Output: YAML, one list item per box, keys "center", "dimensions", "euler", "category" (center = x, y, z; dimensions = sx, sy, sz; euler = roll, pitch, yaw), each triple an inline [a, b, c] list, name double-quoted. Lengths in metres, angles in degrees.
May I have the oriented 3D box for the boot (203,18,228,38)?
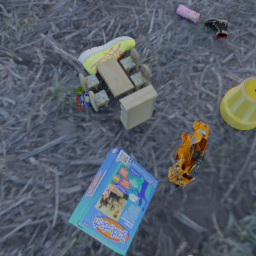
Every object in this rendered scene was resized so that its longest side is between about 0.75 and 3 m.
- center: [4.130, -4.646, 13.071]
  dimensions: [1.151, 0.421, 0.867]
  euler: [5, 65, -4]
  category: "boot"

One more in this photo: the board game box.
- center: [-0.294, 2.088, 8.148]
  dimensions: [1.856, 0.549, 2.440]
  euler: [43, 61, -24]
  category: "board game box"

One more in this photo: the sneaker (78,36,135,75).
- center: [-0.754, -3.052, 12.142]
  dimensions: [2.656, 1.038, 1.199]
  euler: [-28, 90, -15]
  category: "sneaker"

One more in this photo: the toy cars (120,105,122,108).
- center: [0.151, -0.918, 11.507]
  dimensions: [0.945, 0.209, 0.424]
  euler: [13, 66, 6]
  category: "toy cars"

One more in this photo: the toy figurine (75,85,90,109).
- center: [-1.802, -1.252, 11.574]
  dimensions: [0.569, 0.501, 0.950]
  euler: [-2, 86, -40]
  category: "toy figurine"

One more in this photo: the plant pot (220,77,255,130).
- center: [4.656, -1.036, 10.772]
  dimensions: [1.764, 1.660, 1.764]
  euler: [0, 66, -1]
  category: "plant pot"

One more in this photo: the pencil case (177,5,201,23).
- center: [2.885, -5.481, 13.400]
  dimensions: [1.114, 0.487, 0.487]
  euler: [33, 70, 15]
  category: "pencil case"

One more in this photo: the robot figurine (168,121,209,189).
- center: [1.787, 0.830, 8.361]
  dimensions: [0.603, 1.502, 2.071]
  euler: [30, 53, -2]
  category: "robot figurine"

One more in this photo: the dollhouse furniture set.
- center: [-0.230, -1.657, 10.823]
  dimensions: [2.515, 1.906, 2.869]
  euler: [-28, 72, -12]
  category: "dollhouse furniture set"
